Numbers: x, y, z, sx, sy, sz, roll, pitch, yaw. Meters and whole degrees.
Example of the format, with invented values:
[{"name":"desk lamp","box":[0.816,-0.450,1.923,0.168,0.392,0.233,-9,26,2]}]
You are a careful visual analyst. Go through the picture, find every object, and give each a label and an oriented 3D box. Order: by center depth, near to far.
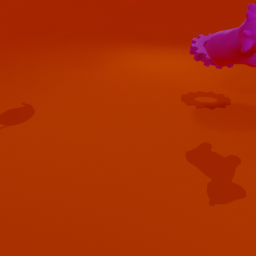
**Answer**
[{"name":"cow figurine","box":[2.244,-1.766,5.706,1.643,0.902,1.617,9,-1,42]},{"name":"gear","box":[2.823,-2.508,9.074,1.592,0.294,1.592,2,47,-3]}]
